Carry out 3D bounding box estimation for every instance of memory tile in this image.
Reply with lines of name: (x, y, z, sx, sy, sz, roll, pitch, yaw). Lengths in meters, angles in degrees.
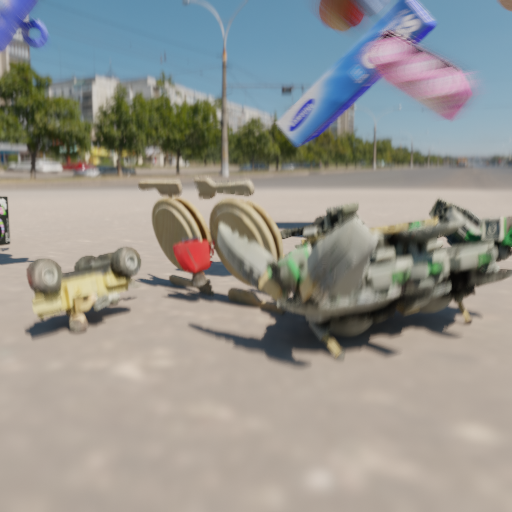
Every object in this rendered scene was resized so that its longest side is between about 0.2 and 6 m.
memory tile: (4.465, -4.291, 9.038, 1.269, 0.139, 1.655, 45, 7, 20)

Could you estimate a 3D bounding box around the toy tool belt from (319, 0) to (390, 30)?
toy tool belt: (0.979, -2.725, 5.041, 1.105, 1.123, 1.798, 32, -17, 31)

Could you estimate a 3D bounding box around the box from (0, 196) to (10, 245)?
box: (-5.058, -0.589, 9.806, 0.759, 0.907, 1.222, 3, 9, 20)

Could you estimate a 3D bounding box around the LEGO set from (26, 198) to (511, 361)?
LEGO set: (0.407, 0.248, 4.696, 4.323, 1.225, 2.808, -10, 1, 26)

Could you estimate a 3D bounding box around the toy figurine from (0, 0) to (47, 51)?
toy figurine: (-2.763, -2.956, 5.973, 1.509, 2.518, 1.328, 38, 10, -18)

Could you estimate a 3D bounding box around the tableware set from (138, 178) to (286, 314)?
tableware set: (-0.402, -0.226, 5.735, 0.397, 1.308, 1.979, -30, 25, -35)

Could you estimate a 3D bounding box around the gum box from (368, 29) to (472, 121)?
gum box: (2.668, -2.884, 9.004, 1.592, 0.527, 0.904, 46, 15, 30)

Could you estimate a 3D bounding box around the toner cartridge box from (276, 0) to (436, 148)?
toner cartridge box: (2.030, -3.709, 11.482, 3.408, 0.736, 1.619, -40, 0, 28)
